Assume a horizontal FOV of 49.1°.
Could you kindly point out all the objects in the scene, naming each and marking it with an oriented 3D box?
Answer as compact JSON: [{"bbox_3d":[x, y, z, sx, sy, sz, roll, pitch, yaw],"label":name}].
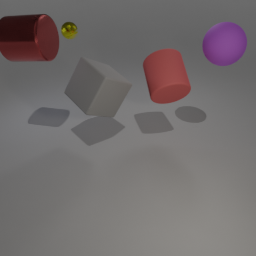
[{"bbox_3d":[-2.448,-4.074,11.713,0.700,0.700,0.700,0,32,0],"label":"ball"},{"bbox_3d":[-1.010,-1.341,9.489,1.400,1.400,1.400,43,23,30],"label":"cube"},{"bbox_3d":[3.188,-2.770,9.280,1.400,1.400,1.400,0,32,0],"label":"ball"},{"bbox_3d":[-3.119,-2.812,8.829,1.400,1.400,1.400,3,32,15],"label":"cylinder"},{"bbox_3d":[1.326,-1.764,9.708,1.400,1.400,1.400,-7,68,-11],"label":"cylinder"}]
